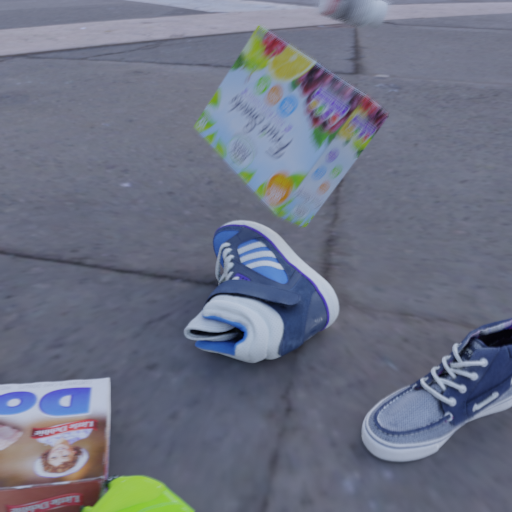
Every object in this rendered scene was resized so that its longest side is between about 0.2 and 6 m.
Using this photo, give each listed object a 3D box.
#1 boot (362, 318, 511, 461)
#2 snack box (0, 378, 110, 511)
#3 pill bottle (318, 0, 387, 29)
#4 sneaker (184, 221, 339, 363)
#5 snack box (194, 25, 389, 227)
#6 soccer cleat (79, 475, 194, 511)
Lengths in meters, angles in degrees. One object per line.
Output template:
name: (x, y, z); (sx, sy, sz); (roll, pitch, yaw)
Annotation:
boot: (1.848, 1.204, 5.377); (1.930, 0.872, 0.702); (-17, 35, -26)
snack box: (-3.105, 1.676, 4.624); (3.655, 0.444, 1.314); (-1, 25, -12)
pill bottle: (1.397, -3.591, 8.054); (0.906, 0.502, 0.502); (13, 29, -13)
sneaker: (-0.301, 0.384, 6.683); (1.653, 0.910, 2.258); (-19, 41, -35)
snack box: (0.298, -1.631, 6.812); (0.593, 1.591, 2.237); (18, 24, -44)
soccer cleat: (-1.201, 2.382, 3.559); (0.952, 0.793, 2.348); (17, 32, 24)
